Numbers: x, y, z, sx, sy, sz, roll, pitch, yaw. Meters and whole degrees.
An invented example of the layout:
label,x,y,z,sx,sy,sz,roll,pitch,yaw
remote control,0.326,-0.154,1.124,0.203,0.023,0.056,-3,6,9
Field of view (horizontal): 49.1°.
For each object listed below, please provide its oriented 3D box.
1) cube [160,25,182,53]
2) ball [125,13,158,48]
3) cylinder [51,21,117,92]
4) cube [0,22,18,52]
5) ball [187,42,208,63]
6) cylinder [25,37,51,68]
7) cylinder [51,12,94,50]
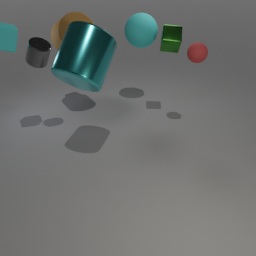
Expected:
label,x,y,z,sx,sy,sz,roll,pitch,yaw
cube,1.601,-3.314,10.428,0.700,0.700,0.700,6,70,1
ball,0.556,-4.110,11.836,1.400,1.400,1.400,0,29,0
cylinder,-1.171,-1.877,7.551,1.400,1.400,1.400,19,-8,3
cube,-3.798,-2.782,8.526,0.700,0.700,0.700,1,28,-32
ball,2.397,-2.596,9.662,0.700,0.700,0.700,0,29,0
cylinder,-2.865,-2.400,8.941,0.700,0.700,0.700,16,46,-17
cylinder,-2.090,-3.543,10.639,1.400,1.400,1.400,-14,15,-24
